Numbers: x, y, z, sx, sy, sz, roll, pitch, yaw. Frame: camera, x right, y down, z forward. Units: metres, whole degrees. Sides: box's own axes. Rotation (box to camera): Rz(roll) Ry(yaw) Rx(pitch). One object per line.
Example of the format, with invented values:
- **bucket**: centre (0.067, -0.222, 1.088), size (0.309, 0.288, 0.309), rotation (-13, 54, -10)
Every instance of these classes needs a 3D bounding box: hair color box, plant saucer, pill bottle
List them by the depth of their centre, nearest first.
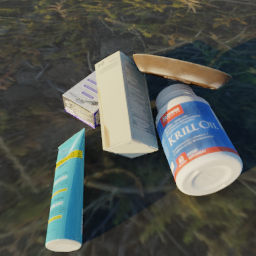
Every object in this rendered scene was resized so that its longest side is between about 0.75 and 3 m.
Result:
- **pill bottle**: centre (1.583, 0.149, 7.142), size (1.550, 1.550, 2.762), rotation (-9, 47, -8)
- **plant saucer**: centre (1.351, -1.428, 7.338), size (2.589, 0.415, 2.589), rotation (13, 8, -2)
- **hair color box**: centre (-0.793, -1.136, 8.859), size (1.244, 0.738, 2.276), rotation (30, 53, 22)

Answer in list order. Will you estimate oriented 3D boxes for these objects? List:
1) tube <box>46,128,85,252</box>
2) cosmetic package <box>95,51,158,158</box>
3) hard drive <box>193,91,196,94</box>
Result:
- **tube**: centre (-1.401, 1.346, 6.620), size (1.103, 0.718, 2.849), rotation (-30, 43, 25)
- **cosmetic package**: centre (-0.061, -0.580, 7.401), size (0.889, 1.316, 2.502), rotation (-21, 62, 30)
- **hard drive**: centre (1.668, -0.831, 8.934), size (0.829, 0.195, 1.188), rotation (12, 50, 11)
